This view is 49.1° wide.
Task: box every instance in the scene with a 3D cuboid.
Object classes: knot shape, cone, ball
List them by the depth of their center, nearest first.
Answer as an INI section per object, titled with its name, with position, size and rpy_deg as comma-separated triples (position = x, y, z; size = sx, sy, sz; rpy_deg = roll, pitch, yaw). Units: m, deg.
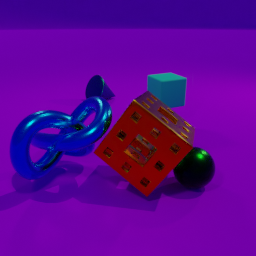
[knot shape]
position = -1.190, 0.192, 4.713
size = 1.826, 0.844, 1.709
rpy_deg = -37, -8, 40
[ball]
position = 1.128, 0.678, 4.814
size = 0.719, 0.719, 0.719
rpy_deg = 0, 21, 0
[cone]
position = -0.823, -1.270, 10.078
size = 1.021, 1.017, 1.017
rpy_deg = 14, 7, -43

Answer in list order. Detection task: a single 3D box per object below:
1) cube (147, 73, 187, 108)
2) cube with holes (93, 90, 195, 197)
[cube]
position = 0.955, -0.938, 7.028
size = 0.715, 0.715, 0.715
rpy_deg = -11, 25, -23
[cube with holes]
position = 0.331, 0.200, 4.751
size = 1.107, 1.107, 1.107
rpy_deg = 39, 21, 3
